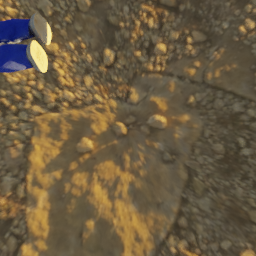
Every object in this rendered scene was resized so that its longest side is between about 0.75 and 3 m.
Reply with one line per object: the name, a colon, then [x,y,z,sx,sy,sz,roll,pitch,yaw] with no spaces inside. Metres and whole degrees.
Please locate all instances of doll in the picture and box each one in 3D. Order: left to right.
doll: [-3.016,-1.404,5.351,2.960,0.717,2.019,-3,72,12]
